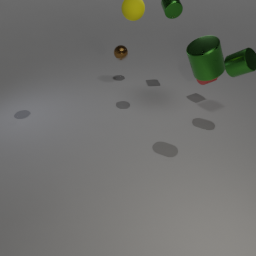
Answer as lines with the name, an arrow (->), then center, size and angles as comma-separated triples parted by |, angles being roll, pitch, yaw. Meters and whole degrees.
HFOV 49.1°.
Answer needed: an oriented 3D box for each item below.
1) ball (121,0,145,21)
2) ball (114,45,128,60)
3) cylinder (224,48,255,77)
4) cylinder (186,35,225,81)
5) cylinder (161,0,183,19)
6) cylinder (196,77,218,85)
ball -> 0.155, -3.576, 8.372 | 0.700, 0.700, 0.700 | 0, 33, 0
ball -> -0.349, -3.719, 13.796 | 0.700, 0.700, 0.700 | 0, 33, 0
cylinder -> 3.366, -1.937, 8.335 | 0.700, 0.700, 0.700 | -26, 8, -34
cylinder -> 1.685, -1.500, 6.047 | 0.700, 0.700, 0.700 | -17, 42, 16
cylinder -> 1.690, -4.722, 10.821 | 0.700, 0.700, 0.700 | -5, 55, -8
cylinder -> 3.386, -2.266, 11.985 | 0.700, 0.700, 0.700 | -21, 39, -27
